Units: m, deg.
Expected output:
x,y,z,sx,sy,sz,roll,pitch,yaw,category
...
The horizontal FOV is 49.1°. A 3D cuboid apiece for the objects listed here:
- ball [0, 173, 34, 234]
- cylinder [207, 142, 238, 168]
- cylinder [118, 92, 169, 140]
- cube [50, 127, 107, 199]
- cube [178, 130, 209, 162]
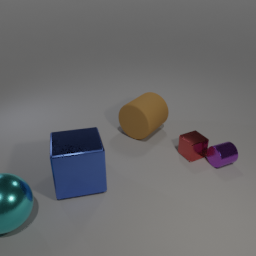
x,y,z,sx,sy,sz,roll,pitch,yaw,category
-2.980,1.772,6.650,1.400,1.400,1.400,0,30,0,ball
3.016,0.846,8.965,0.700,0.700,0.700,-13,32,-22,cylinder
0.594,-0.478,10.547,1.400,1.400,1.400,20,36,30,cylinder
-1.423,0.954,7.992,1.400,1.400,1.400,-7,28,-12,cube
2.176,0.600,9.382,0.700,0.700,0.700,-15,33,-23,cube
